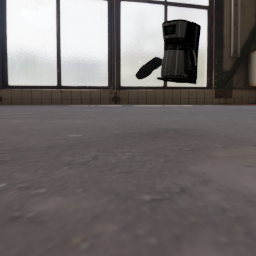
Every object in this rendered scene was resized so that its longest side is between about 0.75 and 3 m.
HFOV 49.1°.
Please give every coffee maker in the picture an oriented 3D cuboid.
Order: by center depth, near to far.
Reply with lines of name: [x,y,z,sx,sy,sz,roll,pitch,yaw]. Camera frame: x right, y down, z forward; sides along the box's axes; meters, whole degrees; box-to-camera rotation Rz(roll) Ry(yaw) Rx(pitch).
coffee maker: [1.669,-2.371,8.949,1.215,1.804,1.733,6,5,18]

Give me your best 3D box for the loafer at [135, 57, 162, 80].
loafer: [0.808,-2.450,11.413,1.355,0.487,0.427,-36,51,-12]
